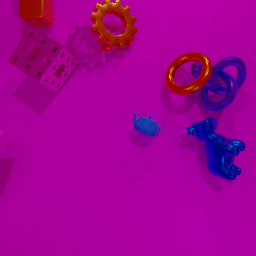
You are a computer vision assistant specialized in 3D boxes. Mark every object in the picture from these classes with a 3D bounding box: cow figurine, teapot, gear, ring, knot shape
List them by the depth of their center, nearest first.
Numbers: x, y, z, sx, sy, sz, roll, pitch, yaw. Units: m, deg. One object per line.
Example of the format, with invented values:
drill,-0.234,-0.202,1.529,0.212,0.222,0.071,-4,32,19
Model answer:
cow figurine,2.383,0.549,7.859,1.618,0.903,1.644,15,112,38
teapot,0.514,-0.102,8.055,1.150,0.715,0.563,23,89,-33
ring,1.733,-1.598,8.159,1.441,0.288,1.441,-17,57,27
knot shape,2.575,-1.472,8.356,1.620,0.800,1.731,35,81,10
gear,-0.435,-3.195,8.667,1.509,0.279,1.509,2,84,-24
gear,-1.211,-2.633,8.910,1.482,0.274,1.482,0,77,0

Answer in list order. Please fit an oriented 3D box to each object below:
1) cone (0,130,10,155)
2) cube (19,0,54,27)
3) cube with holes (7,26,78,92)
cone,-4.025,0.354,6.765,1.589,1.583,1.583,30,78,-9
cube,-2.855,-3.698,8.772,0.774,0.774,0.774,1,90,9
cube with holes,-2.418,-1.950,8.141,1.181,1.181,1.181,34,91,10
